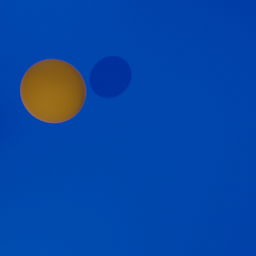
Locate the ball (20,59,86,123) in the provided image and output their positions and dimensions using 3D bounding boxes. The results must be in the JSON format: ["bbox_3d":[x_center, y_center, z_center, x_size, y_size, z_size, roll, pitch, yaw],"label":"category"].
[{"bbox_3d":[-1.271,-0.628,4.820,1.084,1.084,1.084,0,82,0],"label":"ball"}]
